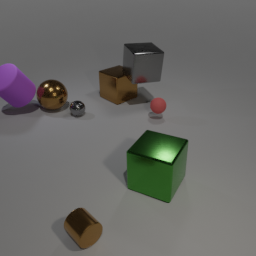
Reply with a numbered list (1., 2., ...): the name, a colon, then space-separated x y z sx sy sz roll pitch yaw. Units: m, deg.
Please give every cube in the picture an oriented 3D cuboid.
1. cube: -0.480 -2.194 14.059 1.400 1.400 1.400 -25 39 -36
2. cube: 0.891 1.092 8.419 1.400 1.400 1.400 14 33 25
3. cube: 0.648 -2.953 12.672 1.400 1.400 1.400 -9 36 -18

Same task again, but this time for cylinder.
1. cylinder: -1.097 2.435 6.858 0.700 0.700 0.700 -25 38 -36
2. cylinder: -4.990 -1.820 12.160 1.400 1.400 1.400 -8 62 16

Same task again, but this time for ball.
1. ball: 1.307 -0.965 12.090 0.700 0.700 0.700 0 30 0
2. ball: -2.255 -0.882 12.511 0.700 0.700 0.700 0 30 0
3. ball: -3.479 -1.527 12.876 1.400 1.400 1.400 0 30 0
